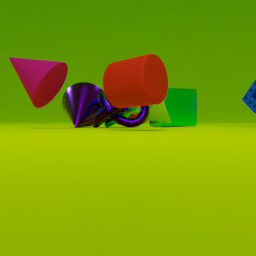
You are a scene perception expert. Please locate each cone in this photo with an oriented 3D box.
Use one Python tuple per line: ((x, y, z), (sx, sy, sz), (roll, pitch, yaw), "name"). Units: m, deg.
((-2.487, -1.439, 7.111), (1.363, 1.358, 1.358), (34, 4, 5), "cone")
((0.800, -0.417, 8.743), (0.852, 0.849, 0.849), (-19, -2, 9), "cone")
((-1.520, -0.417, 9.074), (1.681, 1.681, 1.687), (0, 28, 3), "cone")

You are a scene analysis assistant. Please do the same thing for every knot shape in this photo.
((-0.357, -0.631, 8.670), (1.812, 0.837, 1.695), (-13, 29, -13), "knot shape")

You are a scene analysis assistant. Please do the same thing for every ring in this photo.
((0.092, -0.361, 11.593), (1.462, 0.292, 1.462), (-1, -11, 0), "ring")
((-0.274, -0.515, 10.245), (1.477, 0.295, 1.477), (-31, 11, 7), "ring")

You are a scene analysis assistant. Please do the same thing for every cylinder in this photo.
((0.152, -0.861, 5.272), (0.911, 0.911, 0.911), (-3, -1, 36), "cylinder")

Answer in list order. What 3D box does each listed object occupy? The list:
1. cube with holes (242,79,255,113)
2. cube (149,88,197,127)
((4.713, -1.013, 9.599), (0.907, 0.907, 0.907), (14, 31, -18), "cube with holes")
((1.695, -0.755, 10.738), (1.378, 1.378, 1.378), (0, 0, -18), "cube")
